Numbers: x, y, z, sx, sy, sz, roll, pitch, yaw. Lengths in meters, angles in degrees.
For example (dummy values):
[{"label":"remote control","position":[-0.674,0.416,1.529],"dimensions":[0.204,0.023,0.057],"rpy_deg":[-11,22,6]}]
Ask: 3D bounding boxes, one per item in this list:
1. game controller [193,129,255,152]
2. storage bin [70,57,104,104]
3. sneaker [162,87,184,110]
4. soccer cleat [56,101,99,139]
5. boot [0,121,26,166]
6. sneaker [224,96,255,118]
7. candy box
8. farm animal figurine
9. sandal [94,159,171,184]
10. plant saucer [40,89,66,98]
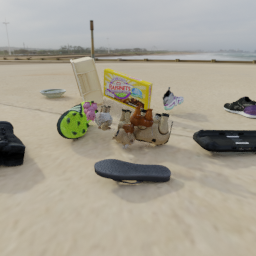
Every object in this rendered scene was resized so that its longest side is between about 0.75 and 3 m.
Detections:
[{"label":"game controller","position":[3.219,0.408,8.506],"dimensions":[2.370,0.499,1.236],"rpy_deg":[0,28,-11]},{"label":"storage bin","position":[-2.267,-2.618,15.432],"dimensions":[1.147,2.429,2.447],"rpy_deg":[-16,19,-9]},{"label":"sneaker","position":[2.094,-1.494,13.130],"dimensions":[0.533,0.960,1.372],"rpy_deg":[-1,24,45]},{"label":"soccer cleat","position":[-2.014,-0.239,10.234],"dimensions":[1.211,1.008,2.987],"rpy_deg":[-19,14,17]},{"label":"boot","position":[-4.193,0.465,7.966],"dimensions":[2.117,0.843,2.569],"rpy_deg":[-11,24,-26]},{"label":"sneaker","position":[5.257,-1.079,12.871],"dimensions":[0.745,0.862,1.969],"rpy_deg":[-8,18,-25]},{"label":"candy box","position":[-0.087,-1.787,13.194],"dimensions":[2.781,1.421,0.367],"rpy_deg":[25,33,34]},{"label":"farm animal figurine","position":[-0.111,0.000,8.927],"dimensions":[2.561,1.288,2.068],"rpy_deg":[8,0,36]},{"label":"sandal","position":[0.101,1.108,6.552],"dimensions":[1.826,0.391,0.694],"rpy_deg":[8,23,-7]},{"label":"plant saucer","position":[-4.580,-2.102,17.138],"dimensions":[1.575,0.395,1.575],"rpy_deg":[-1,17,0]}]
